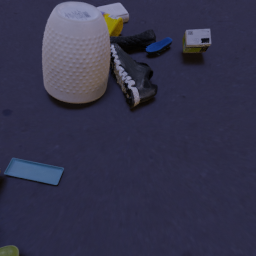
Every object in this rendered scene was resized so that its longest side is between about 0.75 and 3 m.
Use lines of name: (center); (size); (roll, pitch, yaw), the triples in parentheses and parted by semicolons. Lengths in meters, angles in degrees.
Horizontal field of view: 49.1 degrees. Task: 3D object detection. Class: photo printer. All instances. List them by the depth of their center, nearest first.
photo printer: (-0.712, -4.623, 11.422); (1.240, 0.430, 1.031); (-18, 54, -13)

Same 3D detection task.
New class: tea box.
tea box: (2.321, -2.948, 9.546); (0.813, 0.800, 0.543); (-2, 84, 0)

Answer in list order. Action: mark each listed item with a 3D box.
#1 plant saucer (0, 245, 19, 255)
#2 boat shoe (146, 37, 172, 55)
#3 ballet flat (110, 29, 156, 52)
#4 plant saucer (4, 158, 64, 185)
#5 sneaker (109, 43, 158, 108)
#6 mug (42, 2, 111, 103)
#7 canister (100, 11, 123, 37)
plant saucer: (-2.758, 2.968, 4.995); (1.962, 1.962, 0.305); (-35, 104, -24)
boat shoe: (1.148, -2.866, 10.115); (1.123, 0.385, 0.473); (-24, 64, -16)
ballet flat: (-0.056, -3.123, 10.027); (2.229, 0.741, 0.633); (-11, 80, -18)
plant saucer: (-2.388, 1.124, 7.168); (1.437, 0.136, 0.502); (9, 53, 8)
sneaker: (0.156, -1.806, 9.016); (1.187, 0.872, 2.624); (-15, 57, -15)
mug: (-1.585, -2.495, 8.363); (1.997, 2.372, 2.705); (-7, 48, -18)
canister: (-1.201, -3.829, 10.528); (1.721, 0.745, 1.278); (23, 70, 15)
